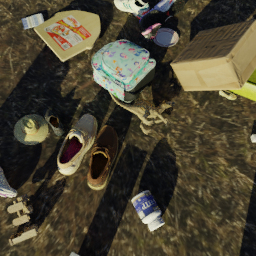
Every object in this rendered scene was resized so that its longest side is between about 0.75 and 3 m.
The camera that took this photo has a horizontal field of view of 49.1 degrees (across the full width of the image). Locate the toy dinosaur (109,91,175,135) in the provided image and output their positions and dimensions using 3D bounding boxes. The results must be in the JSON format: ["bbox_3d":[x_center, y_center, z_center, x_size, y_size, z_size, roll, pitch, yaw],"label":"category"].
[{"bbox_3d":[0.601,-0.590,10.872,2.966,0.863,1.500,1,53,-31],"label":"toy dinosaur"}]

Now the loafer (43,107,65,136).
[{"bbox_3d":[-2.978,-0.361,11.159,0.519,0.515,1.425,-34,67,-16],"label":"loafer"}]

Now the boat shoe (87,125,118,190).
[{"bbox_3d":[-0.902,0.956,10.261,0.908,0.852,2.523,9,62,5],"label":"boat shoe"}]

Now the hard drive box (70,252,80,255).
[{"bbox_3d":[-1.301,4.170,8.363,0.919,1.180,0.453,23,64,11],"label":"hard drive box"}]

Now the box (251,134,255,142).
[{"bbox_3d":[5.440,0.388,10.918,1.222,0.236,0.253,-3,62,-1],"label":"box"}]

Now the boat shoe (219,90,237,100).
[{"bbox_3d":[4.253,-1.440,11.895,0.753,0.237,0.274,27,65,13],"label":"boat shoe"}]

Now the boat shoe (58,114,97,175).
[{"bbox_3d":[-1.867,0.470,10.497,0.954,0.895,2.587,15,63,8],"label":"boat shoe"}]

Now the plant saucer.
[{"bbox_3d":[5.432,-2.326,11.743,2.280,0.546,2.277,29,77,26],"label":"plant saucer"}]

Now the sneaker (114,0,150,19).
[{"bbox_3d":[0.218,-6.292,14.058,2.118,0.990,0.746,35,68,16],"label":"sneaker"}]

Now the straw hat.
[{"bbox_3d":[-3.862,-0.090,10.966,1.443,0.611,1.443,0,63,0],"label":"straw hat"}]

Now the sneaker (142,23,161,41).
[{"bbox_3d":[1.066,-4.079,11.977,1.118,0.442,0.533,-42,114,-29],"label":"sneaker"}]

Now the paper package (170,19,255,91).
[{"bbox_3d":[3.613,-2.817,11.148,2.695,1.463,2.828,-49,30,-23],"label":"paper package"}]

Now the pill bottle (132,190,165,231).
[{"bbox_3d":[0.695,2.769,9.377,0.711,0.711,1.187,-26,65,-13],"label":"pill bottle"}]

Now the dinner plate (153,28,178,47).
[{"bbox_3d":[1.799,-4.334,13.494,1.241,0.150,1.241,0,63,0],"label":"dinner plate"}]

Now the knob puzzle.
[{"bbox_3d":[-2.582,-4.604,13.467,3.193,0.443,3.193,0,62,0],"label":"knob puzzle"}]

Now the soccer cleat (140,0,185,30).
[{"bbox_3d":[1.556,-5.729,13.934,2.743,0.936,1.004,-36,45,-14],"label":"soccer cleat"}]

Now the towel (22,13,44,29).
[{"bbox_3d":[-4.740,-5.344,14.050,1.053,0.125,0.773,-19,66,-8],"label":"towel"}]

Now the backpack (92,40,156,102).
[{"bbox_3d":[-0.301,-2.526,11.687,2.409,1.813,2.138,33,66,22],"label":"backpack"}]

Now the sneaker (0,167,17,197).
[{"bbox_3d":[-4.625,1.819,9.907,1.796,0.672,0.894,24,64,12],"label":"sneaker"}]

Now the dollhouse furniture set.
[{"bbox_3d":[-3.545,2.956,9.070,0.831,1.173,1.277,-20,94,-12],"label":"dollhouse furniture set"}]
